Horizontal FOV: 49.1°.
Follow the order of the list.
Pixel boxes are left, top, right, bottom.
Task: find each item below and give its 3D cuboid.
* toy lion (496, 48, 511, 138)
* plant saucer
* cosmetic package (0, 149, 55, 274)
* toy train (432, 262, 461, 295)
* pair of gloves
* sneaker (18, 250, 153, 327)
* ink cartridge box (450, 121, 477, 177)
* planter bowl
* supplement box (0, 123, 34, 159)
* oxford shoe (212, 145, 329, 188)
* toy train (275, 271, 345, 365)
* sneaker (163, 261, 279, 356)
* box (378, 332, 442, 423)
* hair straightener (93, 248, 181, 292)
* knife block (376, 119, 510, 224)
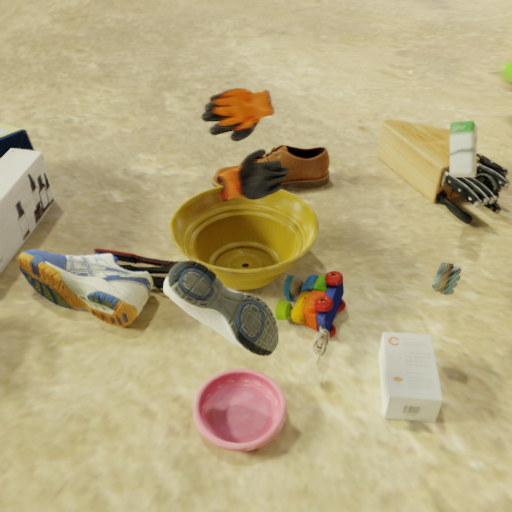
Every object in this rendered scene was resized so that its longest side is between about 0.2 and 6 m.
[{"bbox_3d":[3.898,-1.907,6.999,1.513,0.542,1.578,9,53,3],"label":"toy lion"},{"bbox_3d":[-0.241,2.318,8.346,1.375,0.349,1.375,0,42,0],"label":"plant saucer"},{"bbox_3d":[-5.120,-0.734,11.100,0.813,1.326,3.212,6,42,8],"label":"cosmetic package"},{"bbox_3d":[2.838,0.346,8.358,0.326,0.572,0.244,17,44,11],"label":"toy train"},{"bbox_3d":[-0.132,-1.935,9.721,0.238,1.924,1.714,-3,15,44],"label":"pair of gloves"},{"bbox_3d":[-3.057,0.393,10.156,2.483,0.935,1.094,23,48,10],"label":"sneaker"},{"bbox_3d":[3.973,-2.023,10.737,0.415,1.000,0.733,1,3,27],"label":"ink cartridge box"},{"bbox_3d":[-0.211,-0.179,10.591,2.731,1.138,2.731,0,39,0],"label":"planter bowl"},{"bbox_3d":[-6.093,-2.150,12.641,1.653,1.111,1.655,20,43,39],"label":"supplement box"},{"bbox_3d":[0.332,-2.086,12.929,2.795,0.996,0.997,-10,43,-8],"label":"oxford shoe"},{"bbox_3d":[0.801,1.022,9.577,1.089,0.797,1.883,6,41,23],"label":"toy train"},{"bbox_3d":[-0.457,0.715,7.500,1.807,0.787,0.673,40,65,-13],"label":"sneaker"},{"bbox_3d":[2.352,1.859,8.668,0.777,0.609,1.249,4,42,5],"label":"box"},{"bbox_3d":[-2.171,0.396,10.630,2.088,0.427,0.803,10,66,3],"label":"hair straightener"},{"bbox_3d":[4.070,-1.891,12.670,3.028,0.969,2.659,14,42,15],"label":"knife block"}]
